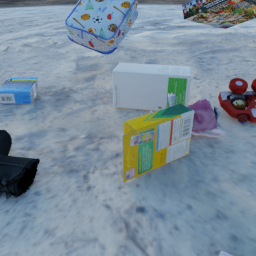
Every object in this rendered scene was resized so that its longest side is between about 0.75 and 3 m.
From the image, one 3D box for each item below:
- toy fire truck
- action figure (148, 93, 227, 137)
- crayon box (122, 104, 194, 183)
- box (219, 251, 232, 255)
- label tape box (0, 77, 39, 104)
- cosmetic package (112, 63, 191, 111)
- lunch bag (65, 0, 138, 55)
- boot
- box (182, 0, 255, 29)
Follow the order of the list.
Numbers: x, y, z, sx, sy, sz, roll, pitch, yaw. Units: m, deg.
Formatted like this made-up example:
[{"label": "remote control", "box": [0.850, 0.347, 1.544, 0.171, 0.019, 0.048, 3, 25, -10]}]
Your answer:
[{"label": "toy fire truck", "box": [4.495, -0.886, 10.373, 2.051, 1.150, 1.723, -1, 48, 1]}, {"label": "action figure", "box": [1.610, -0.124, 9.196, 2.471, 1.840, 1.655, -20, -9, -8]}, {"label": "crayon box", "box": [0.696, 0.354, 7.646, 2.350, 1.478, 0.606, -19, 35, -29]}, {"label": "box", "box": [2.419, 2.715, 4.600, 1.971, 0.408, 0.381, 16, 33, 28]}, {"label": "label tape box", "box": [-4.653, -1.653, 12.079, 1.337, 0.617, 1.866, -2, 28, -4]}, {"label": "cosmetic package", "box": [0.929, -1.607, 11.011, 2.926, 1.574, 1.241, 4, 30, 10]}, {"label": "lunch bag", "box": [-0.973, -4.220, 10.536, 2.229, 1.051, 2.782, 23, 66, 12]}, {"label": "boot", "box": [-3.183, 0.879, 7.445, 1.723, 0.778, 2.102, 5, 37, 13]}, {"label": "box", "box": [2.011, -2.361, 5.494, 1.652, 0.311, 1.128, -11, 3, -43]}]
